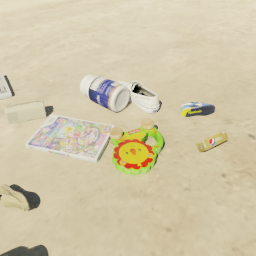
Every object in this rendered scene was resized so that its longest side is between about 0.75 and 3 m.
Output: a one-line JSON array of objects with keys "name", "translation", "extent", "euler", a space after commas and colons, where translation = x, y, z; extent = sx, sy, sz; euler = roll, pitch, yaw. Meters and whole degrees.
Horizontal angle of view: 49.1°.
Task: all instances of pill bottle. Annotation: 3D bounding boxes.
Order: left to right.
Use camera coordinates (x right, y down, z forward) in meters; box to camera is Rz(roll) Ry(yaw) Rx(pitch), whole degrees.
[{"name": "pill bottle", "translation": [-1.019, -1.538, 11.915], "extent": [2.010, 1.163, 1.163], "euler": [26, 45, 30]}]

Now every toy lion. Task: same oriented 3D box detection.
[{"name": "toy lion", "translation": [0.340, 0.692, 9.564], "extent": [2.023, 0.695, 1.939], "euler": [-17, 48, -21]}]

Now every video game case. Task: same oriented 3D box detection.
[{"name": "video game case", "translation": [-6.705, -1.789, 12.985], "extent": [2.130, 0.268, 2.340], "euler": [-19, 43, -23]}, {"name": "video game case", "translation": [-2.055, 0.308, 10.286], "extent": [2.703, 0.244, 1.936], "euler": [10, 39, 13]}]

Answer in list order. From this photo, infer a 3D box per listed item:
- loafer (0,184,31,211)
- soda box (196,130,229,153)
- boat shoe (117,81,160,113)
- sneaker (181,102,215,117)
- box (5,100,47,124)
[{"name": "loafer", "translation": [-3.271, 2.041, 7.880], "extent": [1.353, 0.512, 0.462], "euler": [16, 41, 34]}, {"name": "soda box", "translation": [2.966, 0.474, 9.854], "extent": [1.150, 0.389, 0.368], "euler": [-20, 80, -24]}, {"name": "boat shoe", "translation": [0.345, -1.625, 12.241], "extent": [2.735, 0.894, 1.006], "euler": [31, 47, 34]}, {"name": "sneaker", "translation": [2.865, -0.835, 11.539], "extent": [1.446, 0.535, 0.595], "euler": [-3, 36, -5]}, {"name": "box", "translation": [-4.093, -0.652, 11.235], "extent": [1.497, 0.615, 0.512], "euler": [-11, 39, -16]}]
